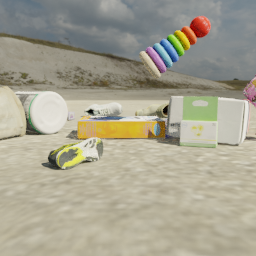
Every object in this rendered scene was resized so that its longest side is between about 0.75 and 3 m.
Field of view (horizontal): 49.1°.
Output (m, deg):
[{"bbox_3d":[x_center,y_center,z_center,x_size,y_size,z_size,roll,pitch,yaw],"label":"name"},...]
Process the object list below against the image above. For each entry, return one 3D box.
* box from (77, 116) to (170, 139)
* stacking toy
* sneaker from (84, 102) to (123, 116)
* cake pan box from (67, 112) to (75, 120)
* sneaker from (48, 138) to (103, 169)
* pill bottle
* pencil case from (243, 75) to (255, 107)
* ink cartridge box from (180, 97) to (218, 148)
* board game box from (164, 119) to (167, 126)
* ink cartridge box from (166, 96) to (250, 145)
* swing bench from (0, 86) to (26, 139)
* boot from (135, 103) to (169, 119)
[{"bbox_3d":[-0.056,-0.058,9.154,2.989,0.620,1.779,-2,7,-3],"label":"box"},{"bbox_3d":[1.284,-2.170,7.308,1.962,0.838,0.838,-36,2,10],"label":"stacking toy"},{"bbox_3d":[-1.395,-0.914,15.684,2.330,0.819,0.934,-3,15,27],"label":"sneaker"},{"bbox_3d":[-3.774,-0.591,13.991,1.741,0.455,1.603,6,11,38],"label":"cake pan box"},{"bbox_3d":[-1.014,0.448,5.575,0.555,0.488,1.311,5,9,34],"label":"sneaker"},{"bbox_3d":[-3.482,-0.599,10.010,2.553,1.444,1.444,7,10,40],"label":"pill bottle"},{"bbox_3d":[4.277,-0.614,7.924,0.901,0.942,2.177,13,35,-53],"label":"pencil case"},{"bbox_3d":[1.833,-0.165,7.226,0.934,1.284,0.308,3,7,21],"label":"ink cartridge box"},{"bbox_3d":[2.431,-0.256,11.859,1.458,0.300,1.454,3,8,22],"label":"board game box"},{"bbox_3d":[2.663,-0.362,8.841,2.116,1.228,2.867,6,7,24],"label":"ink cartridge box"},{"bbox_3d":[-4.805,-0.476,8.019,2.607,1.692,2.593,4,8,18],"label":"swing bench"},{"bbox_3d":[1.570,-0.796,13.177,1.646,0.767,2.128,-10,5,41],"label":"boot"}]
